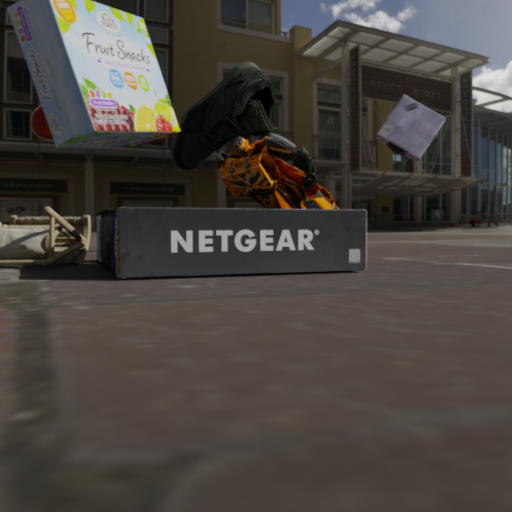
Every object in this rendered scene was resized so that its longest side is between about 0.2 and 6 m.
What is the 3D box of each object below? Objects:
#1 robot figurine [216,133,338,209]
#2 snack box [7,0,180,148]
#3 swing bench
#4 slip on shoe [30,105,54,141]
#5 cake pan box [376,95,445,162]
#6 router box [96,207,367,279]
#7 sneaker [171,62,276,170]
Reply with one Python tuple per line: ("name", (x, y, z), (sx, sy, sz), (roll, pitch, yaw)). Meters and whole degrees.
("robot figurine", (0.436, -0.986, 9.448), (1.839, 0.738, 2.536), (-11, -44, 44))
("snack box", (-2.710, -3.179, 9.941), (0.942, 2.348, 2.785), (-16, 5, 22))
("swing bench", (-3.441, -0.248, 8.512), (1.369, 0.893, 1.376), (0, -2, 8))
("slip on shoe", (-3.803, -3.041, 12.069), (2.776, 1.028, 0.849), (-2, 15, 22))
("cake pan box", (3.665, -3.014, 13.324), (1.174, 1.275, 0.333), (32, -6, 13))
("router box", (-0.488, -0.238, 7.954), (3.268, 0.853, 2.569), (-1, 3, -20))
("sneaker", (-0.745, -3.074, 13.213), (1.176, 3.076, 1.762), (40, 10, -41))
